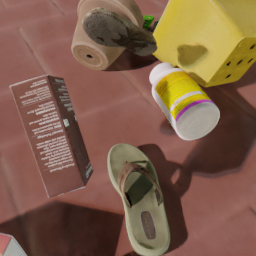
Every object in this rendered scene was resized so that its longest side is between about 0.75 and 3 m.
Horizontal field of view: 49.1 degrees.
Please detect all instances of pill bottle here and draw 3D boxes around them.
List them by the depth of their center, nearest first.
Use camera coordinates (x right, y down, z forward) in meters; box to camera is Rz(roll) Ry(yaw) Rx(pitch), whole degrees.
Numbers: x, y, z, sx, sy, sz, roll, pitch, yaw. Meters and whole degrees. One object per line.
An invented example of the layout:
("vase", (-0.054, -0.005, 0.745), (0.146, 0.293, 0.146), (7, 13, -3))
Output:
("pill bottle", (1.561, -0.924, 8.492), (1.319, 1.319, 2.530), (-15, 49, -14))

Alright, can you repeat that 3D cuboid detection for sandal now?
("sandal", (0.293, 1.438, 6.582), (1.171, 0.842, 2.950), (-12, 48, -11))

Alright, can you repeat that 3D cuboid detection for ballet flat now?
("ballet flat", (-0.137, -2.445, 7.074), (2.669, 0.899, 0.619), (1, 69, -51))

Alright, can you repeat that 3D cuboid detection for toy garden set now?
("toy garden set", (1.675, -4.009, 12.015), (2.557, 0.510, 2.132), (14, 46, 12))

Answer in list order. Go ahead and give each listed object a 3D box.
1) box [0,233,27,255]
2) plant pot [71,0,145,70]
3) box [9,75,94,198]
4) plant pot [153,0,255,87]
("box", (-3.175, 3.040, 4.760), (1.844, 1.288, 2.422), (9, 47, 8))
("plant pot", (-0.943, -3.418, 10.376), (2.586, 2.586, 2.255), (16, 67, 14))
("box", (-1.231, 0.097, 4.784), (0.707, 1.886, 0.944), (-15, 7, 3))
("plant pot", (2.905, -3.029, 9.299), (2.905, 2.905, 2.562), (-15, 60, -35))
